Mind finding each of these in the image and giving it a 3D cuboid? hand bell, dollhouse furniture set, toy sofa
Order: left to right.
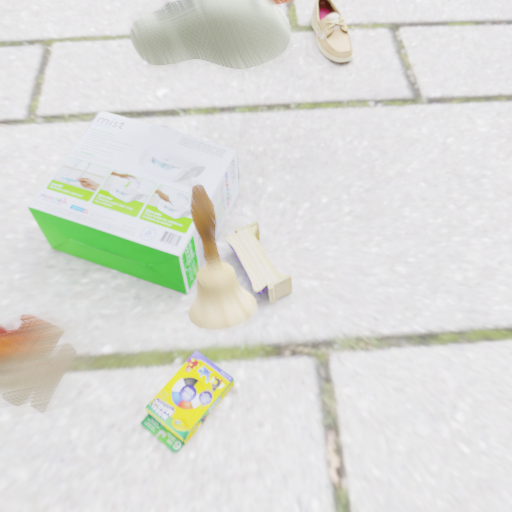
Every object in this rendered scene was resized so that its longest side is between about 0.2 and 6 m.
[{"bbox_3d":[-2.725,0.769,5.717,1.911,1.891,0.985,21,64,10],"label":"dollhouse furniture set"},{"bbox_3d":[-0.479,-0.041,6.053,0.786,1.509,0.786,-6,28,3],"label":"hand bell"},{"bbox_3d":[0.027,0.134,9.585,0.668,0.567,1.368,-26,60,-10],"label":"toy sofa"}]

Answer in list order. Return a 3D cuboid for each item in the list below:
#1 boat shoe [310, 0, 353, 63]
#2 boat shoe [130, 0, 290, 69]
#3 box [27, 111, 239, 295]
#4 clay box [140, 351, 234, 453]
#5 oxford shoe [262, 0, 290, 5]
[{"bbox_3d":[1.750,-5.352,13.109,0.744,0.698,2.018,-14,58,-9],"label":"boat shoe"},{"bbox_3d":[-0.655,-3.366,8.251,2.844,1.061,0.885,12,49,37],"label":"boat shoe"},{"bbox_3d":[-2.015,-1.024,9.868,2.772,1.340,2.446,17,58,11],"label":"box"},{"bbox_3d":[-1.040,2.170,8.386,0.772,0.320,1.343,32,61,20],"label":"clay box"},{"bbox_3d":[1.084,-4.469,8.469,2.360,0.840,0.856,-22,15,10],"label":"oxford shoe"}]
